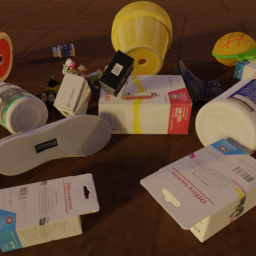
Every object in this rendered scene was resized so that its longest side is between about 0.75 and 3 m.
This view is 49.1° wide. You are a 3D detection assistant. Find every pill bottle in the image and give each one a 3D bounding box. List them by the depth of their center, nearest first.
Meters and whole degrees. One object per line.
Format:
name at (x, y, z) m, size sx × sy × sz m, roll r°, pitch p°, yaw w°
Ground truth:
pill bottle at (3.029, -0.414, 7.090) m, size 1.527 × 1.527 × 2.552 m, roll 30°, pitch 45°, yaw 35°
pill bottle at (-3.105, -0.568, 7.540) m, size 1.097 × 1.097 × 1.939 m, roll -29°, pitch 39°, yaw -34°
pill bottle at (-2.754, -3.293, 11.978) m, size 0.860 × 0.515 × 0.515 m, roll -11°, pitch 37°, yaw -13°

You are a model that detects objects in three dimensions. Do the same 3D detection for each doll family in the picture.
doll family at (-1.975, -1.093, 8.716) m, size 2.132 × 0.836 × 1.232 m, roll 7°, pitch 31°, yaw -1°

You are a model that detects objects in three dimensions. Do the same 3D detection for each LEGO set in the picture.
LEGO set at (-1.286, -1.707, 9.619) m, size 2.001 × 0.921 × 0.745 m, roll 0°, pitch 45°, yaw -42°

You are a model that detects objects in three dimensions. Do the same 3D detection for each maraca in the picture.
maraca at (4.284, -3.015, 10.849) m, size 1.595 × 1.245 × 2.327 m, roll -29°, pitch 30°, yaw -8°

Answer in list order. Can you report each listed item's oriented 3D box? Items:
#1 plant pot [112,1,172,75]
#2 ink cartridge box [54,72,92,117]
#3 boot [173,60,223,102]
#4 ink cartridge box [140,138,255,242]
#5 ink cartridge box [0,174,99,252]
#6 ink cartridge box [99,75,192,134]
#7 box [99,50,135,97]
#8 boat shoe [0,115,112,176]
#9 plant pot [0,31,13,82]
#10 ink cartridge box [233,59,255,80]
plant pot at (0.512, -3.058, 10.371) m, size 2.325 × 2.325 × 2.188 m, roll 1°, pitch 52°, yaw 1°
ink cartridge box at (-1.403, -0.768, 7.360) m, size 0.530 × 1.266 × 0.913 m, roll 18°, pitch 79°, yaw 4°
boot at (2.314, -1.535, 9.462) m, size 1.424 × 0.755 × 2.164 m, roll 1°, pitch 47°, yaw -2°
ink cartridge box at (1.506, 1.202, 5.465) m, size 2.312 × 0.784 × 1.331 m, roll -21°, pitch 40°, yaw -26°
ink cartridge box at (-1.444, 1.517, 5.204) m, size 1.741 × 0.581 × 1.008 m, roll -9°, pitch 37°, yaw -12°
ink cartridge box at (0.411, -0.708, 7.928) m, size 2.409 × 1.005 × 1.748 m, roll 0°, pitch 37°, yaw -1°
box at (-0.263, -1.285, 6.760) m, size 0.461 × 0.806 × 0.885 m, roll 31°, pitch 85°, yaw 3°
boat shoe at (-1.766, 0.311, 6.592) m, size 2.856 × 1.013 × 0.997 m, roll -20°, pitch 18°, yaw -33°
plant pot at (-5.391, -2.589, 9.662) m, size 2.163 × 2.444 × 2.444 m, roll 11°, pitch 36°, yaw -2°
ink cartridge box at (4.855, -1.881, 9.910) m, size 1.065 × 0.616 × 1.833 m, roll -22°, pitch 41°, yaw -28°
